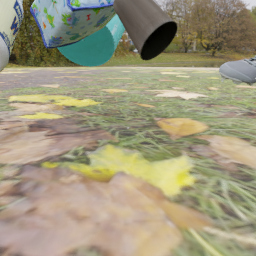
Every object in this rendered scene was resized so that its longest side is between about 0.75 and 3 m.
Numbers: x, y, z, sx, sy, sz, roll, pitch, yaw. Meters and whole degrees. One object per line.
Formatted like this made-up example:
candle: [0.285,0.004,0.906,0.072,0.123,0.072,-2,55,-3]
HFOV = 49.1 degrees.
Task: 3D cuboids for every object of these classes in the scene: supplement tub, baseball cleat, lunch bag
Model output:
supplement tub: [-3.654,-2.672,6.941,1.781,1.781,2.456,0,56,0]
baseball cleat: [2.849,-1.428,5.826,2.068,1.101,0.721,-4,39,-26]
lunch bag: [-1.008,-3.160,7.086,2.306,1.469,1.961,-22,2,-34]

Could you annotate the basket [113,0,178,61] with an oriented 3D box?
basket: [0.289,-2.141,5.537,0.816,1.200,1.082,-27,-15,-20]

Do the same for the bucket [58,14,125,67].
bucket: [-1.407,-3.628,10.111,2.639,2.639,1.717,4,52,13]
